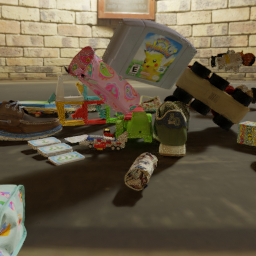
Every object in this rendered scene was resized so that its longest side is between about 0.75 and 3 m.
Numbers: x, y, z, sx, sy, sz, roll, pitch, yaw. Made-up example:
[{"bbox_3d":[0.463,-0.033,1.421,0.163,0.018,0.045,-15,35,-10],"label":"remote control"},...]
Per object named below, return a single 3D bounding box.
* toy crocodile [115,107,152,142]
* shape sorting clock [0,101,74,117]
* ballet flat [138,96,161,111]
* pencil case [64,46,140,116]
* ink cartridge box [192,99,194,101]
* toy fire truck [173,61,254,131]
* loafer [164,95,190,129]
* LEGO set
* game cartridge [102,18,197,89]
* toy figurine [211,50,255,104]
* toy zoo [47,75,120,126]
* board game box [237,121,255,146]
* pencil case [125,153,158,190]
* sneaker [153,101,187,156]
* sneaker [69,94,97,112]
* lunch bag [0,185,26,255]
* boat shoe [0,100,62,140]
[{"bbox_3d":[0.199,-0.200,7.947,0.992,0.907,2.939,1,12,3],"label":"toy crocodile"},{"bbox_3d":[-3.645,-0.752,11.262,2.927,0.574,2.927,0,8,0],"label":"shape sorting clock"},{"bbox_3d":[0.491,-1.041,12.298,2.316,0.740,0.876,-9,13,-34],"label":"ballet flat"},{"bbox_3d":[-0.469,-0.912,5.814,0.738,0.738,1.687,12,-19,44],"label":"pencil case"},{"bbox_3d":[3.412,-1.259,14.245,1.289,0.327,1.463,-4,12,-22],"label":"ink cartridge box"},{"bbox_3d":[2.684,-1.063,9.637,2.312,1.690,2.627,33,19,2],"label":"toy fire truck"},{"bbox_3d":[1.763,-0.686,9.969,1.080,1.000,2.871,1,12,3],"label":"loafer"},{"bbox_3d":[-1.094,0.261,6.830,2.170,0.533,1.621,-9,19,-38],"label":"LEGO set"},{"bbox_3d":[0.613,-1.884,7.244,2.354,1.570,0.476,8,39,-31],"label":"game cartridge"},{"bbox_3d":[5.558,-2.640,14.642,2.020,2.859,2.904,-5,12,10],"label":"toy figurine"},{"bbox_3d":[-1.437,-0.957,9.621,2.584,1.695,0.264,-4,13,-17],"label":"toy zoo"},{"bbox_3d":[3.392,0.174,7.112,0.533,0.524,1.017,-12,17,-43],"label":"board game box"},{"bbox_3d":[0.263,0.725,4.844,0.436,0.379,0.974,-18,7,17],"label":"pencil case"},{"bbox_3d":[1.085,-0.146,7.169,0.835,1.118,2.491,1,12,3],"label":"sneaker"},{"bbox_3d":[-2.030,-1.174,12.846,1.657,0.762,0.627,2,13,9],"label":"sneaker"},{"bbox_3d":[-1.593,1.025,2.611,1.068,0.764,1.254,-1,7,-10],"label":"lunch bag"},{"bbox_3d":[-3.297,-0.232,7.771,2.855,1.033,1.031,-3,12,-12],"label":"boat shoe"}]
